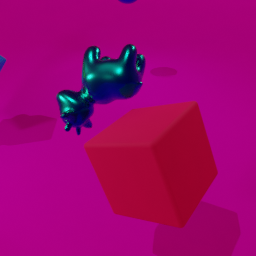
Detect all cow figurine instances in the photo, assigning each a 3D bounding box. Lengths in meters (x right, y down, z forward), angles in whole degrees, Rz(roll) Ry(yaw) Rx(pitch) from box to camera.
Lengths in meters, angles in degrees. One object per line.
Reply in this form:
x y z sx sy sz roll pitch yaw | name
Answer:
-0.449 -0.575 4.530 1.458 1.434 0.800 5 -10 27 | cow figurine

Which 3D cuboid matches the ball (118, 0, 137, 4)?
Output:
-0.014 -4.909 9.714 1.111 1.111 1.111 0 34 0 | ball

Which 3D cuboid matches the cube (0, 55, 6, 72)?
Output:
-4.047 -1.470 6.977 1.197 1.197 1.197 34 22 -13 | cube

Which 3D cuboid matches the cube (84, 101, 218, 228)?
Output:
0.359 0.446 3.916 1.190 1.190 1.190 -4 25 42 | cube
